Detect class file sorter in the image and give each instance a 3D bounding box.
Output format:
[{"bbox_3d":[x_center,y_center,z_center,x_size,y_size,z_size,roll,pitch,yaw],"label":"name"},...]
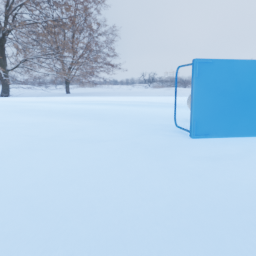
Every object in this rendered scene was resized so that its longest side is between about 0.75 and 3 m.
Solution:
[{"bbox_3d":[2.814,-0.850,7.728,2.783,1.931,1.707,-1,9,-8],"label":"file sorter"}]

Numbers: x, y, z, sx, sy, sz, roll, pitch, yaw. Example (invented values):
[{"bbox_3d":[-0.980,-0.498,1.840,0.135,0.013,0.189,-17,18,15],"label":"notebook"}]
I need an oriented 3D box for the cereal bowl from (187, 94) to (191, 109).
[{"bbox_3d":[2.813,-0.669,10.504,1.449,0.603,1.449,29,2,-1],"label":"cereal bowl"}]
